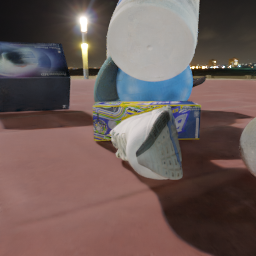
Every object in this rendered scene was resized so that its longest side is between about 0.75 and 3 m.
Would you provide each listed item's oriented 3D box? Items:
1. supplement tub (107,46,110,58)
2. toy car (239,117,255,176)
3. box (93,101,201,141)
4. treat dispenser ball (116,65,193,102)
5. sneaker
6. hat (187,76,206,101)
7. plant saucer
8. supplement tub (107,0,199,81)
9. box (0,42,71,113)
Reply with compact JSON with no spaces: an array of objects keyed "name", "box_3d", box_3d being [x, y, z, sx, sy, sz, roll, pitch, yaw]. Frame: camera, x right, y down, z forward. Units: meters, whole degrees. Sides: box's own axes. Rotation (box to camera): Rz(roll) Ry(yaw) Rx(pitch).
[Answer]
[{"name":"supplement tub","box_3d":[0.052,-2.603,13.171,2.094,2.888,2.094,0,12,0]},{"name":"toy car","box_3d":[2.946,-0.100,3.699,2.516,1.887,2.202,-9,15,-36]},{"name":"box","box_3d":[0.417,-0.186,6.603,2.436,0.853,0.783,-1,12,-3]},{"name":"treat dispenser ball","box_3d":[0.849,-1.490,9.142,2.474,2.474,2.474,0,12,0]},{"name":"sneaker","box_3d":[0.254,0.266,4.756,1.229,1.051,2.822,-11,4,9]},{"name":"hat","box_3d":[1.906,-1.370,11.677,2.850,1.150,2.850,-10,16,3]},{"name":"plant saucer","box_3d":[-0.155,-1.816,9.824,0.401,2.927,2.927,41,31,23]},{"name":"supplement tub","box_3d":[0.716,-2.738,6.643,1.925,1.925,2.918,3,49,13]},{"name":"box","box_3d":[-3.827,-2.102,11.197,2.724,1.679,2.702,-5,45,-19]}]
